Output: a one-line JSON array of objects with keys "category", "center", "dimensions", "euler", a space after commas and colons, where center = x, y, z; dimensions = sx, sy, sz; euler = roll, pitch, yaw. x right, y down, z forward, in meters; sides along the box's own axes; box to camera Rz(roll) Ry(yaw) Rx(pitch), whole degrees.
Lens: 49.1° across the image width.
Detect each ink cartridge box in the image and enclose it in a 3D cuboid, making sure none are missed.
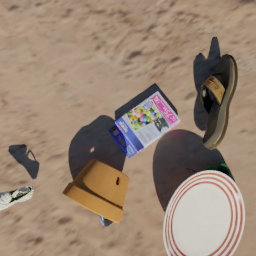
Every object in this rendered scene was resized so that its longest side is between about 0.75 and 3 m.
[{"category": "ink cartridge box", "center": [0.432, -0.087, 7.803], "dimensions": [1.801, 0.378, 1.074], "euler": [-36, 80, -5]}]

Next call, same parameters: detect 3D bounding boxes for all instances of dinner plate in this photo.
[{"category": "dinner plate", "center": [1.883, 2.298, 6.923], "dimensions": [2.541, 0.308, 2.541], "euler": [0, 91, -27]}]

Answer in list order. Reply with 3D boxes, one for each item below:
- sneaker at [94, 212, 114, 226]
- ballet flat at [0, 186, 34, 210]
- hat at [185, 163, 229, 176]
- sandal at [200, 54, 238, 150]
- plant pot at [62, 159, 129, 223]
[{"category": "sneaker", "center": [-0.613, 1.980, 6.924], "dimensions": [0.484, 1.233, 0.550], "euler": [25, 109, -23]}, {"category": "ballet flat", "center": [-2.806, 1.632, 6.757], "dimensions": [0.432, 1.204, 0.432], "euler": [6, 101, 34]}, {"category": "hat", "center": [2.209, 1.234, 7.649], "dimensions": [0.733, 0.779, 0.885], "euler": [-49, 122, -25]}, {"category": "sandal", "center": [2.280, -0.804, 7.492], "dimensions": [0.758, 1.135, 2.777], "euler": [17, 77, 0]}, {"category": "plant pot", "center": [-0.672, 1.473, 6.881], "dimensions": [1.553, 1.553, 1.087], "euler": [26, 76, 5]}]
